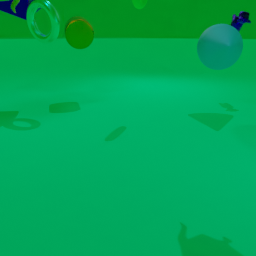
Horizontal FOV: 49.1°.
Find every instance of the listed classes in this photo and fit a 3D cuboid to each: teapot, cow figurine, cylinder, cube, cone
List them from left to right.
[{"bbox_3d":[-3.266,-3.631,6.903,0.917,1.164,1.872,-21,-31,18],"label":"teapot"},{"bbox_3d":[-3.491,-4.369,8.909,1.171,1.171,1.171,20,42,-4],"label":"cube"},{"bbox_3d":[-1.771,-3.438,10.089,1.000,1.000,1.000,-4,28,-12],"label":"cylinder"},{"bbox_3d":[2.876,-2.430,8.396,1.439,1.439,1.444,3,15,7],"label":"cone"},{"bbox_3d":[4.009,-3.777,10.116,0.514,0.936,0.921,9,43,-5],"label":"cow figurine"}]

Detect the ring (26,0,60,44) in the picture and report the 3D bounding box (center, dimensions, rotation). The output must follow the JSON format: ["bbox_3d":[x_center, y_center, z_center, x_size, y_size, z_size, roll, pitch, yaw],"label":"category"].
[{"bbox_3d":[-2.549,-3.188,8.386,1.293,1.293,0.259,12,30,31],"label":"ring"}]

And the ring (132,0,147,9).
[{"bbox_3d":[0.354,-3.886,7.771,0.217,1.084,1.084,13,23,19],"label":"ring"}]
